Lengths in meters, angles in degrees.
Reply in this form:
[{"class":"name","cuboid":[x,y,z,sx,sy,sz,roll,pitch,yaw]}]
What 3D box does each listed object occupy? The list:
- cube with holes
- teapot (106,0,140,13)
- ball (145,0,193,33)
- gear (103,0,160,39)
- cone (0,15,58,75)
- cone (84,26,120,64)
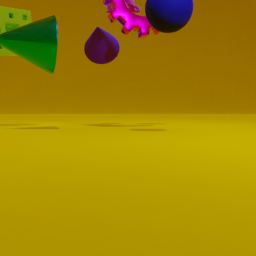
[{"class":"cube with holes","cuboid":[-3.884,-2.917,8.610,1.306,1.306,1.306,10,16,37]},{"class":"teapot","cuboid":[-0.196,-3.992,9.341,1.454,0.712,0.904,-15,-24,-34]},{"class":"ball","cuboid":[0.837,-2.458,5.735,0.979,0.979,0.979,0,3,0]},{"class":"gear","cuboid":[0.344,-3.458,7.500,1.980,1.980,0.366,-1,2,-14]},{"class":"cone","cuboid":[-2.567,-2.081,6.791,1.464,1.459,1.459,0,3,-24]},{"class":"cone","cuboid":[-0.842,-2.692,8.390,1.136,1.136,1.140,0,-15,1]}]
